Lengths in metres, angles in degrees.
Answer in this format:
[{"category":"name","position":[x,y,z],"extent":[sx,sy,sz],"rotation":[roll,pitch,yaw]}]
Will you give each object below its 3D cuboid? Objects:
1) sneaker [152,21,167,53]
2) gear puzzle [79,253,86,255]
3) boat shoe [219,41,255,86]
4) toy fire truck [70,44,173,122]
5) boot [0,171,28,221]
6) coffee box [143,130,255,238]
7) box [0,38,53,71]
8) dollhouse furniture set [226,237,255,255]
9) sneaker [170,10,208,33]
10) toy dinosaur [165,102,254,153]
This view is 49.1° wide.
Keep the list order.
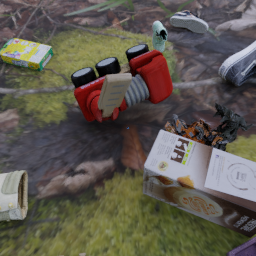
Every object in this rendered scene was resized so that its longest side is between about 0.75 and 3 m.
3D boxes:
[{"category":"sneaker","position":[1.111,-2.977,9.604],"extent":[0.429,1.166,0.688],"rotation":[-19,46,-2]},{"category":"gear puzzle","position":[-1.083,3.110,5.662],"extent":[1.947,0.255,1.008],"rotation":[-5,51,-7]},{"category":"boat shoe","position":[4.356,-2.277,9.211],"extent":[2.874,1.031,0.974],"rotation":[-31,59,-18]},{"category":"toy fire truck","position":[-0.012,-1.031,6.858],"extent":[2.544,1.859,2.890],"rotation":[-25,31,-8]},{"category":"boot","position":[-3.260,2.029,6.062],"extent":[1.917,0.893,2.479],"rotation":[-1,52,-2]},{"category":"coffee box","position":[1.732,1.239,6.211],"extent":[2.644,1.512,1.054],"rotation":[19,59,15]},{"category":"box","position":[-3.629,-2.608,9.841],"extent":[1.700,0.411,0.997],"rotation":[17,55,9]},{"category":"dollhouse furniture set","position":[3.542,2.700,4.888],"extent":[2.044,1.831,2.579],"rotation":[-20,54,-15]},{"category":"sneaker","position":[2.446,-4.190,10.897],"extent":[1.531,0.600,0.608],"rotation":[23,62,19]},{"category":"toy dinosaur","position":[2.220,0.290,7.226],"extent":[2.469,1.675,1.261],"rotation":[27,12,-21]}]
